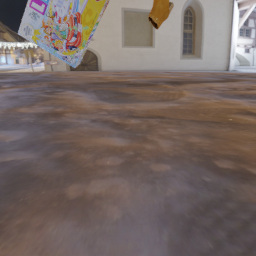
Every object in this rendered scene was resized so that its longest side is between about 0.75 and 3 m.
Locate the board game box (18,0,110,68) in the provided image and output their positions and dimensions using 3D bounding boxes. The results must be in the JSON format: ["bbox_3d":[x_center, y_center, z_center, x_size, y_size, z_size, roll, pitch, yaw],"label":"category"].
[{"bbox_3d":[-1.280,-2.587,5.899,1.474,2.193,0.375,30,31,-5],"label":"board game box"}]

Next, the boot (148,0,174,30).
[{"bbox_3d":[1.041,-4.322,9.719,0.563,1.145,1.599,26,-13,35],"label":"boot"}]
